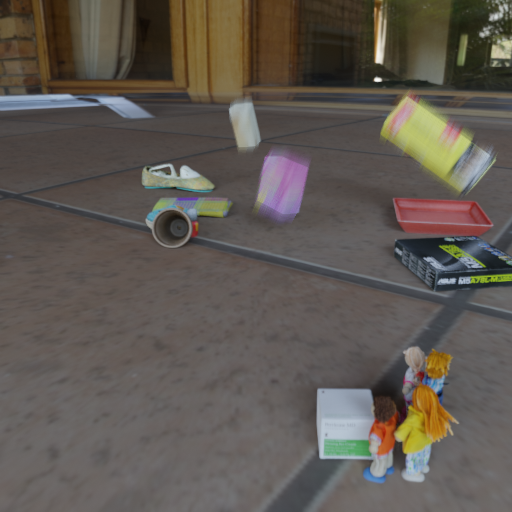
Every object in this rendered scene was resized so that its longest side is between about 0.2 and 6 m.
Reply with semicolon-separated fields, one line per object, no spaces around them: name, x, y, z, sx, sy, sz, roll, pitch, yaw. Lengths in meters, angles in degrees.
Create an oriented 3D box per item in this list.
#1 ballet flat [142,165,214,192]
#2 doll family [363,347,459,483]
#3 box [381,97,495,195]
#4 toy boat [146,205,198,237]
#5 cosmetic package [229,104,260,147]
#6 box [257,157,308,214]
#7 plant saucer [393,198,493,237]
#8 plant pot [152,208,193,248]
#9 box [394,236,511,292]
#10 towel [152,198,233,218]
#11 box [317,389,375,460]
ballet flat;-2.203;-2.186;15.585;2.119;0.749;0.749;6;21;14
doll family;1.628;1.474;5.447;0.733;1.009;1.626;11;24;28
box;3.703;-2.261;11.522;2.209;0.831;0.554;41;-6;12
toy boat;-1.692;-0.825;12.116;1.281;0.595;1.077;18;27;40
cosmetic package;-0.274;-3.193;13.730;0.513;0.975;0.347;1;33;29
box;0.504;-1.401;11.010;0.445;0.921;0.810;-9;29;-38
plant saucer;4.087;-0.860;12.563;1.935;0.355;1.931;4;21;9
plant pot;-1.631;-0.575;11.379;0.807;0.807;0.704;2;5;7
box;3.561;0.092;9.961;1.667;0.410;1.727;-1;20;-9
towel;-1.526;-1.166;13.587;1.834;0.209;1.317;0;21;2
box;0.901;1.680;5.626;0.560;0.482;0.562;0;18;3
